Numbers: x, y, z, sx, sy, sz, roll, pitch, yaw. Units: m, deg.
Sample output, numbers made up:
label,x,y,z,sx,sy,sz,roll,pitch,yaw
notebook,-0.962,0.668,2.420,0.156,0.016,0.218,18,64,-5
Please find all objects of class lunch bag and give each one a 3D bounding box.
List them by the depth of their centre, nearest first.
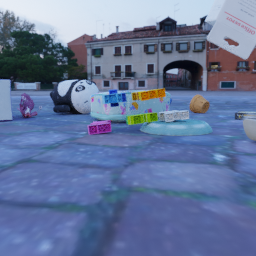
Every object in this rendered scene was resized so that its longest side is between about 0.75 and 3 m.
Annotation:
label,x,y,z,sx,sy,sz,roll,pitch,yaw
lunch bag,0.089,-0.840,10.440,2.758,1.063,2.212,-5,7,-31

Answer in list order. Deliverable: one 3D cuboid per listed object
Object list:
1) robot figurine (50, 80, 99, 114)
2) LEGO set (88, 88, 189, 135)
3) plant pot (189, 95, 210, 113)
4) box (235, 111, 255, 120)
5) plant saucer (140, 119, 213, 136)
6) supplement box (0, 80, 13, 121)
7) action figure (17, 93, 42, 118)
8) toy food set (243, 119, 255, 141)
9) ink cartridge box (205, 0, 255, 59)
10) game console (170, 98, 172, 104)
label,x,y,z,sx,sy,sz,roll,pitch,yaw
robot figurine,-2.505,-1.481,13.070,2.529,1.901,1.578,6,-8,38
LEGO set,0.160,-0.592,7.775,2.759,1.052,1.132,-8,8,-14
plant pot,3.441,-1.081,13.275,0.883,0.883,0.618,-7,26,-40
box,4.683,-0.460,10.583,1.101,0.266,0.872,5,10,30
plant saucer,1.329,-0.065,7.787,1.984,0.272,1.984,0,9,0
supplement box,-5.426,-1.085,10.737,1.498,1.467,2.898,-5,9,-31
action figure,-4.156,-0.783,11.283,0.972,1.080,1.451,42,13,-35
toy food set,4.009,-0.045,5.529,2.733,0.825,1.961,-3,8,-22
ink cartridge box,2.376,-2.498,5.754,1.095,1.880,0.635,22,15,-14
game console,1.507,-1.145,12.560,0.947,0.560,0.808,34,-3,22
